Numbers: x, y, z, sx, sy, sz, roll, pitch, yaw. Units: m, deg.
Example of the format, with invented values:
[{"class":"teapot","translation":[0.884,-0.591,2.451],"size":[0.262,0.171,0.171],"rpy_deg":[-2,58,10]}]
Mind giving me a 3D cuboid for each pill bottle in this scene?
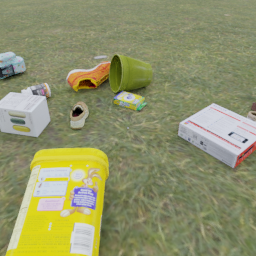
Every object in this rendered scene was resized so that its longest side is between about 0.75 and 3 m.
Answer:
[{"class":"pill bottle","translation":[-4.170,-1.589,12.722],"size":[1.158,0.674,0.674],"rpy_deg":[-21,41,-25]}]

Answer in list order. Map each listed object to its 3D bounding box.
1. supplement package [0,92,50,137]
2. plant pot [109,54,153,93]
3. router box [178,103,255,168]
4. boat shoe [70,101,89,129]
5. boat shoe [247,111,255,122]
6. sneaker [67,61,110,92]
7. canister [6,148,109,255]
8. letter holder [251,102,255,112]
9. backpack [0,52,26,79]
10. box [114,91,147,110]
[{"class":"supplement package","translation":[-4.030,-0.529,10.800],"size":[1.541,1.169,1.161],"rpy_deg":[8,36,10]},{"class":"plant pot","translation":[0.185,-2.583,13.404],"size":[1.716,1.782,1.782],"rpy_deg":[-3,34,-23]},{"class":"router box","translation":[3.495,0.158,10.339],"size":[2.188,0.596,2.438],"rpy_deg":[-27,44,-32]},{"class":"boat shoe","translation":[-1.993,-0.665,11.483],"size":[0.666,0.597,1.800],"rpy_deg":[-2,35,-2]},{"class":"boat shoe","translation":[5.662,-0.215,10.799],"size":[2.063,0.670,0.744],"rpy_deg":[11,37,15]},{"class":"sneaker","translation":[-1.567,-2.474,13.914],"size":[2.931,1.070,1.130],"rpy_deg":[-26,66,-27]},{"class":"canister","translation":[-1.623,1.965,6.953],"size":[2.100,1.224,2.827],"rpy_deg":[-2,46,4]},{"class":"letter holder","translation":[5.775,-0.920,11.802],"size":[0.459,0.649,0.913],"rpy_deg":[-18,40,-23]},{"class":"backpack","translation":[-6.258,-3.358,14.792],"size":[1.532,1.174,1.346],"rpy_deg":[-18,33,-33]},{"class":"box","translation":[0.126,-1.210,12.494],"size":[1.355,0.328,0.795],"rpy_deg":[20,41,23]}]
